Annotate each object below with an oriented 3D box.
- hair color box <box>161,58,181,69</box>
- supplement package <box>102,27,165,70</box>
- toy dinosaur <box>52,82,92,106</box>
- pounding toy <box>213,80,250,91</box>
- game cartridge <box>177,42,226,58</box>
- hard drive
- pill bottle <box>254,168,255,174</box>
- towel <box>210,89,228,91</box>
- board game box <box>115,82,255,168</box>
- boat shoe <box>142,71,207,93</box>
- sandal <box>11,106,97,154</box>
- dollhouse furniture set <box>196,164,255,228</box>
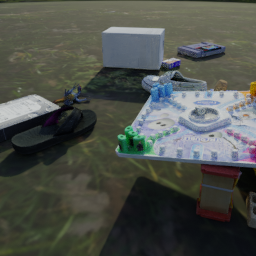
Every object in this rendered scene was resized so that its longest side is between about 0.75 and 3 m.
[{"bbox_3d":[2.017,-3.023,13.086,0.469,0.278,0.858,27,40,38],"label":"hair color box"},{"bbox_3d":[0.274,-3.731,12.987,2.640,1.600,1.581,6,30,11],"label":"supplement package"},{"bbox_3d":[-1.951,-1.147,9.472,1.326,0.696,1.203,-12,12,-1],"label":"toy dinosaur"},{"bbox_3d":[2.955,-0.150,7.163,2.213,1.265,1.270,40,45,23],"label":"pounding toy"},{"bbox_3d":[4.029,-4.299,15.264,2.303,0.442,1.493,-19,30,-30],"label":"game cartridge"},{"bbox_3d":[-3.278,-0.334,8.144,2.229,0.422,1.557,-25,38,-39],"label":"hard drive"},{"bbox_3d":[3.030,0.786,5.572,0.963,0.963,1.720,5,29,9],"label":"pill bottle"},{"bbox_3d":[3.469,-1.266,10.041,0.979,0.117,0.709,6,24,10],"label":"towel"},{"bbox_3d":[1.577,-0.290,5.799,2.968,0.384,2.968,3,30,20],"label":"board game box"},{"bbox_3d":[1.637,-1.591,9.860,2.732,0.912,1.005,24,37,36],"label":"boat shoe"},{"bbox_3d":[-1.801,-0.105,7.464,0.991,0.631,2.637,21,33,32],"label":"sandal"},{"bbox_3d":[2.278,1.078,4.875,2.080,1.119,0.846,9,33,17],"label":"dollhouse furniture set"}]
